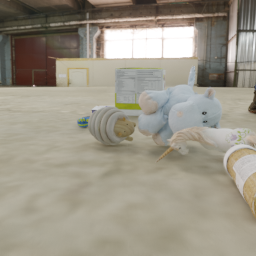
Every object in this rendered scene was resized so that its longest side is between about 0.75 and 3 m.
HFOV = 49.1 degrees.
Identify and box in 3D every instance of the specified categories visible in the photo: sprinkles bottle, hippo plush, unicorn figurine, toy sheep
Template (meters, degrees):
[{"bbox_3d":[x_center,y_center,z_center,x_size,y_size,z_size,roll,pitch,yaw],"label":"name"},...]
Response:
[{"bbox_3d":[1.447,0.567,3.157,0.483,0.483,1.417,2,10,9],"label":"sprinkles bottle"},{"bbox_3d":[1.123,-0.183,5.234,1.648,1.313,1.325,-27,30,-20],"label":"hippo plush"},{"bbox_3d":[1.448,0.241,4.394,1.163,0.625,1.694,19,-25,-37],"label":"unicorn figurine"},{"bbox_3d":[-0.382,-0.044,5.799,1.267,0.873,0.873,5,11,41],"label":"toy sheep"}]

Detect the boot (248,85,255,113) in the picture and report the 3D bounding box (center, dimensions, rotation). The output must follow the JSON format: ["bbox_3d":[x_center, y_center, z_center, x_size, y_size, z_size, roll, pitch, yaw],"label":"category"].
[{"bbox_3d":[5.252,-1.157,10.718,0.965,1.252,2.582,2,10,10],"label":"boot"}]

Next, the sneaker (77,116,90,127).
[{"bbox_3d":[-0.923,-0.208,7.922,1.012,0.359,0.419,-1,16,13],"label":"sneaker"}]

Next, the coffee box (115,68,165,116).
[{"bbox_3d":[0.521,-1.413,10.763,1.753,1.733,1.750,2,10,10],"label":"coffee box"}]

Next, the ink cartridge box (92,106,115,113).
[{"bbox_3d":[-0.934,-0.660,10.715,0.765,0.299,1.615,1,8,1],"label":"ink cartridge box"}]
